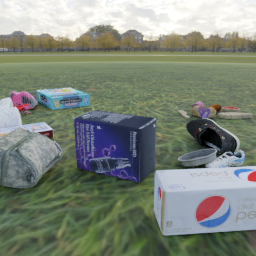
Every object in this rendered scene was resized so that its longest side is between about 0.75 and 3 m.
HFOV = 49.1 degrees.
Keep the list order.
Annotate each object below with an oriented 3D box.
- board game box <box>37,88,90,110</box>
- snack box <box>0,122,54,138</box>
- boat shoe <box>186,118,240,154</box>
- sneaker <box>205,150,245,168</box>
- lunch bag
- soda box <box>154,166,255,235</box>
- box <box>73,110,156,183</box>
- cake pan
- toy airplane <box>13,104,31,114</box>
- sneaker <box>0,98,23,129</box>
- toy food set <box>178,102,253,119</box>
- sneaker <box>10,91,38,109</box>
[{"bbox_3d":[-3.354,-1.554,14.289,1.899,0.590,2.515,-11,20,-32],"label":"board game box"},{"bbox_3d":[-3.792,0.263,8.684,2.734,0.332,0.983,-10,20,-30],"label":"snack box"},{"bbox_3d":[2.322,0.183,8.245,0.630,0.736,2.011,1,19,-25],"label":"boat shoe"},{"bbox_3d":[2.356,0.783,6.843,1.160,0.420,0.417,-10,20,-25],"label":"sneaker"},{"bbox_3d":[-2.263,0.694,6.298,1.190,0.989,1.419,19,20,5],"label":"lunch bag"},{"bbox_3d":[1.685,1.191,4.757,2.416,0.823,0.769,-1,17,-6],"label":"soda box"},{"bbox_3d":[-0.294,0.368,6.650,1.770,1.310,0.923,7,19,27],"label":"box"},{"bbox_3d":[1.727,0.735,6.926,0.973,0.178,0.973,-15,3,1],"label":"cake pan"},{"bbox_3d":[-5.276,-0.810,12.146,2.185,0.402,2.185,0,19,0],"label":"toy airplane"},{"bbox_3d":[-4.691,-0.457,10.065,1.265,0.992,2.547,-14,20,-29],"label":"sneaker"},{"bbox_3d":[3.667,-0.796,12.027,2.765,0.435,1.758,-2,17,-6],"label":"toy food set"},{"bbox_3d":[-4.853,-1.380,13.616,2.089,0.825,0.997,16,12,39],"label":"sneaker"}]
